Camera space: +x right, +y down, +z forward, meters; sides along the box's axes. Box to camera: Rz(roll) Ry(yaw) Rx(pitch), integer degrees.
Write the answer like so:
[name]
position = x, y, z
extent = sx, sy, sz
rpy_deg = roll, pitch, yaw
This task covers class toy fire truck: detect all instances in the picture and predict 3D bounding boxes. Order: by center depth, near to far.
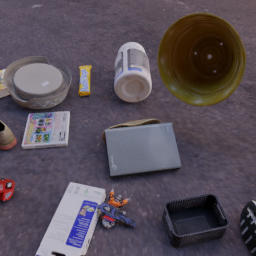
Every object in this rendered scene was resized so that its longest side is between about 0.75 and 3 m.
[toy fire truck]
position = -4.336, 2.243, 8.280
extent = 0.461, 1.334, 1.891
rpy_deg = 14, 5, 33

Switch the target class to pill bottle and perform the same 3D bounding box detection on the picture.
[pill bottle]
position = 0.196, -2.647, 12.834
extent = 1.618, 1.618, 2.844
rpy_deg = 0, 45, 0

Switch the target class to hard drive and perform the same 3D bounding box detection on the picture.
[hard drive]
position = 0.478, 0.752, 9.845
extent = 2.451, 0.403, 1.710
rpy_deg = -6, 66, -6

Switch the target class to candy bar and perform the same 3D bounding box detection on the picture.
[candy bar]
position = -2.065, -2.296, 13.454
extent = 0.610, 0.271, 2.448
rpy_deg = -4, 44, -3

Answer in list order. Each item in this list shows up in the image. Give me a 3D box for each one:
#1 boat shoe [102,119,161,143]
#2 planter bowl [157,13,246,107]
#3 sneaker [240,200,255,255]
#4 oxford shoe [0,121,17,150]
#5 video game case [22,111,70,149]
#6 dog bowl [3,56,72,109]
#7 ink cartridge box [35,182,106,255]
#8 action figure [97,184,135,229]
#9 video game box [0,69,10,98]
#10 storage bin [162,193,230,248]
[boat shoe]
position = 0.144, 0.146, 10.693
extent = 2.283, 0.814, 0.736
rpy_deg = -10, 10, -6
[planter bowl]
position = 2.553, -2.304, 9.389
extent = 2.960, 2.960, 1.233
rpy_deg = 27, 35, 25
[sneaker]
position = 4.043, 3.282, 7.334
extent = 1.199, 1.105, 2.998
rpy_deg = 0, 47, -19
[oxford shoe]
position = -5.289, -0.166, 10.750
extent = 2.596, 0.971, 0.914
rpy_deg = 25, 50, 23
[video game case]
position = -3.196, 0.041, 11.090
extent = 1.673, 0.218, 1.838
rpy_deg = -4, 45, -4
[dog bowl]
position = -3.952, -1.996, 12.440
extent = 2.857, 0.838, 2.857
rpy_deg = 6, 50, -7
[ink cartridge box]
position = -1.570, 2.761, 8.118
extent = 1.210, 0.477, 2.434
rpy_deg = 11, 44, 11
[action figure]
position = -0.311, 2.505, 8.449
extent = 1.267, 0.663, 1.226
rpy_deg = 36, 57, -2
[video game box]
position = -5.548, -2.271, 13.316
extent = 1.854, 0.434, 1.689
rpy_deg = -24, 47, -23
[storage bin]
position = 1.897, 2.643, 8.034
extent = 1.622, 0.761, 1.097
rpy_deg = -9, 45, -8
